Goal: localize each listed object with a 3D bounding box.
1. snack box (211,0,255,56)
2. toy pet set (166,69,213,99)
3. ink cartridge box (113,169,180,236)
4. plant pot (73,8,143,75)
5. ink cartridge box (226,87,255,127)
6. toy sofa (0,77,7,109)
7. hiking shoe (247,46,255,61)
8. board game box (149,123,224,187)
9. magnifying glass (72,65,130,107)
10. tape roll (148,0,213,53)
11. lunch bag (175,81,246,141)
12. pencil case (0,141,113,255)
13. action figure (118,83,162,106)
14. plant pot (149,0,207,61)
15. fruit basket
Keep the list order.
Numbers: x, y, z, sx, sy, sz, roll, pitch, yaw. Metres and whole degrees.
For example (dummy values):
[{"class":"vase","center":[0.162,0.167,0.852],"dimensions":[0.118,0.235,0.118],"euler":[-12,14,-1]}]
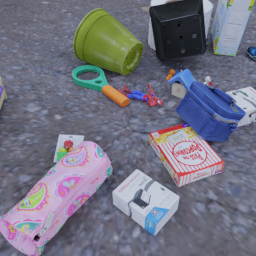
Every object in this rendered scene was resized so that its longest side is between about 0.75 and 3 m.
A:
[{"class":"snack box","center":[4.338,-4.891,11.716],"dimensions":[0.985,2.910,2.454],"euler":[8,42,5]},{"class":"toy pet set","center":[2.015,-1.803,9.797],"dimensions":[1.629,0.865,1.521],"euler":[26,48,27]},{"class":"ink cartridge box","center":[0.383,1.602,6.202],"dimensions":[1.213,0.508,0.880],"euler":[29,50,30]},{"class":"plant pot","center":[-0.593,-3.053,10.544],"dimensions":[2.022,2.100,2.100],"euler":[34,51,18]},{"class":"ink cartridge box","center":[3.486,-0.653,8.678],"dimensions":[1.469,0.619,1.073],"euler":[-15,44,-16]},{"class":"toy sofa","center":[-4.443,-0.652,8.200],"dimensions":[1.082,1.275,2.613],"euler":[-5,41,-6]},{"class":"hiking shoe","center":[5.579,-2.974,11.186],"dimensions":[0.664,0.774,1.786],"euler":[-22,46,-23]},{"class":"board game box","center":[1.480,0.634,7.389],"dimensions":[1.280,0.391,1.690],"euler":[-15,44,-17]},{"class":"magnifying glass","center":[-0.975,-1.548,9.942],"dimensions":[1.141,0.321,2.866],"euler":[-28,49,-28]},{"class":"tape roll","center":[2.201,-4.492,12.144],"dimensions":[2.590,1.778,2.590],"euler":[0,41,0]},{"class":"lunch bag","center":[2.340,-0.503,7.815],"dimensions":[1.200,1.168,1.766],"euler":[4,34,-37]},{"class":"pencil case","center":[-1.415,1.416,5.915],"dimensions":[1.146,1.146,2.621],"euler":[22,45,23]},{"class":"action figure","center":[0.449,-1.209,9.244],"dimensions":[1.568,0.776,0.512],"euler":[24,47,21]},{"class":"plant pot","center":[1.921,-3.490,10.321],"dimensions":[2.041,2.036,1.811],"euler":[-8,29,9]},{"class":"fruit basket","center":[-1.542,0.554,7.340],"dimensions":[0.713,0.361,0.769],"euler":[2,63,12]}]
